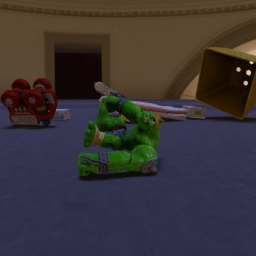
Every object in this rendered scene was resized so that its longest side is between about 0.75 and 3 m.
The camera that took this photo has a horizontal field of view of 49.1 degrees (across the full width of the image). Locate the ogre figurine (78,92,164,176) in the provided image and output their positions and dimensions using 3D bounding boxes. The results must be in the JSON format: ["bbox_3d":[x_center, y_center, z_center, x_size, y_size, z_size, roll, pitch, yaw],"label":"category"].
[{"bbox_3d":[-0.028,0.079,3.895,0.976,0.798,1.627,13,18,1],"label":"ogre figurine"}]

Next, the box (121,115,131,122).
[{"bbox_3d":[-0.012,-0.378,9.685,0.347,0.231,0.923,18,5,9],"label":"box"}]

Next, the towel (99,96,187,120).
[{"bbox_3d":[0.503,-0.820,10.890,2.626,0.443,2.749,6,6,-24],"label":"towel"}]

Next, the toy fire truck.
[{"bbox_3d":[-2.915,-0.692,8.498,1.655,1.390,0.928,0,37,7],"label":"toy fire truck"}]

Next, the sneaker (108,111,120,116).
[{"bbox_3d":[-0.595,-0.789,12.485,1.007,0.445,0.405,-2,-11,-15],"label":"sneaker"}]

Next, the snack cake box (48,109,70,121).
[{"bbox_3d":[-2.878,-0.513,10.707,1.175,0.395,0.676,1,6,8],"label":"snack cake box"}]

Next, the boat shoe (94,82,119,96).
[{"bbox_3d":[-0.920,-1.579,12.643,1.482,0.530,0.443,37,0,-30],"label":"boat shoe"}]

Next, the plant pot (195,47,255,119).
[{"bbox_3d":[4.249,-1.957,10.954,1.941,2.201,2.201,-22,39,-35],"label":"plant pot"}]

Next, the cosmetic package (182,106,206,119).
[{"bbox_3d":[2.640,-0.651,11.319,0.623,0.440,1.204,5,5,-5],"label":"cosmetic package"}]
